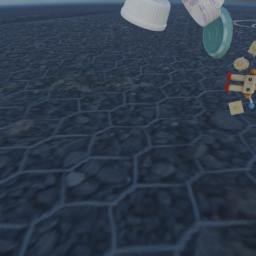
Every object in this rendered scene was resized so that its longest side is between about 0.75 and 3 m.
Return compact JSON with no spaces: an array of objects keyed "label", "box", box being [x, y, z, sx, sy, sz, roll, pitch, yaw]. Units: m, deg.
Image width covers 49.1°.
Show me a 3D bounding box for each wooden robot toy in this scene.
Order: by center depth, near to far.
[{"label":"wooden robot toy","box":[2.656,-1.092,6.288,0.710,1.612,0.732,17,18,32]}]

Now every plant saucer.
[{"label":"plant saucer","box":[3.071,-3.321,9.853,0.236,1.724,1.724,-6,30,-14]}]

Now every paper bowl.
[{"label":"paper bowl","box":[1.747,-3.181,6.636,0.706,1.357,1.357,-34,30,9]}]

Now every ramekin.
[{"label":"ramekin","box":[0.601,-3.733,8.749,1.515,0.795,1.515,15,36,-11]}]
